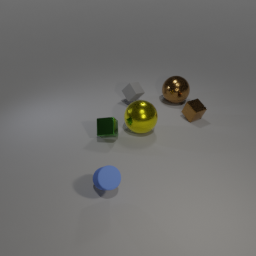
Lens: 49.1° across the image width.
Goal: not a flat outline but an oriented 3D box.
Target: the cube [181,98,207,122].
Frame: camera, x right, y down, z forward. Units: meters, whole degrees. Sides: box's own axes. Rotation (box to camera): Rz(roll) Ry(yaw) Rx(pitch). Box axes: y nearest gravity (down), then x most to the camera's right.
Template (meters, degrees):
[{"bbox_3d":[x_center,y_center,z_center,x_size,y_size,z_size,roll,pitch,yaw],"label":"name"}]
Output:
[{"bbox_3d":[2.986,-0.798,12.678,0.700,0.700,0.700,-18,59,-29],"label":"cube"}]

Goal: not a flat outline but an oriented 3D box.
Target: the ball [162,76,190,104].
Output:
[{"bbox_3d":[2.414,-1.934,14.144,1.400,1.400,1.400,0,30,0],"label":"ball"}]

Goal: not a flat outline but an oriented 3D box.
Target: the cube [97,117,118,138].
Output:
[{"bbox_3d":[-0.805,-0.009,11.125,0.700,0.700,0.700,-5,-10,11],"label":"cube"}]

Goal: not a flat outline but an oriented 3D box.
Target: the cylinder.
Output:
[{"bbox_3d":[-0.634,1.484,8.292,0.700,0.700,0.700,-13,-7,-21],"label":"cylinder"}]

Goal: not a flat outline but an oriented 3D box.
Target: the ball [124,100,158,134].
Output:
[{"bbox_3d":[0.535,-0.461,11.603,1.400,1.400,1.400,0,30,0],"label":"ball"}]

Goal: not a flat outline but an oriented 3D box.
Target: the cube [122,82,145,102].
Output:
[{"bbox_3d":[0.261,-1.822,14.019,0.700,0.700,0.700,-17,72,-49],"label":"cube"}]
